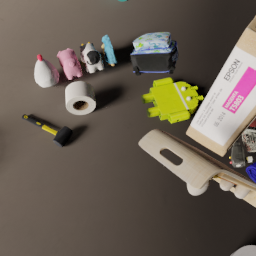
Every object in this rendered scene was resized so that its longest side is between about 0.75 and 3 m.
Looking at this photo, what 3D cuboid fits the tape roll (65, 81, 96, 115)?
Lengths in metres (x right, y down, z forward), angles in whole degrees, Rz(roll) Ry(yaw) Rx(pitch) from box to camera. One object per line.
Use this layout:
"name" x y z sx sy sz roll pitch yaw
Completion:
"tape roll" -1.416 -0.881 8.329 0.873 0.873 0.599 -8 56 -6

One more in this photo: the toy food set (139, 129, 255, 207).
"toy food set" 1.042 0.631 3.880 1.172 1.633 0.493 35 97 50

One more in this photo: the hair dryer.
"hair dryer" 3.536 -0.040 7.809 2.270 0.810 2.980 2 51 -5

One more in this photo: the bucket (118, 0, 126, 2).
"bucket" -0.260 -5.809 11.759 0.862 0.862 0.561 -15 63 -10

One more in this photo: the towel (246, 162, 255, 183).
"towel" 4.516 1.198 7.067 2.426 0.601 1.792 -22 59 -15

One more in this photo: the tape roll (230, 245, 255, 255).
"tape roll" 2.676 3.122 5.883 1.171 0.387 1.171 0 55 0

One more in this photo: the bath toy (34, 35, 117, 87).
"bath toy" -1.778 -2.208 9.171 2.740 1.013 1.191 -23 25 -16

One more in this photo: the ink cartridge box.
"ink cartridge box" 2.260 -0.985 5.321 0.926 2.466 2.031 32 49 12

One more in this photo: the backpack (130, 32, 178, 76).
"backpack" 0.566 -1.523 5.592 0.888 0.713 0.971 1 27 20

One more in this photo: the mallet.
"mallet" -2.435 0.055 8.069 1.740 0.358 0.573 17 61 17

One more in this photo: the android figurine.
"android figurine" 1.386 -0.879 8.643 1.836 0.377 1.671 -12 56 -6
